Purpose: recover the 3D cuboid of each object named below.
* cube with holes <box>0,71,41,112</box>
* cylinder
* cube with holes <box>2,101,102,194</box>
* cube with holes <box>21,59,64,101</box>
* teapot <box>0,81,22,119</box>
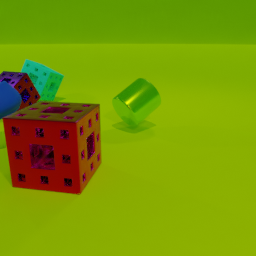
[{"bbox_3d":[-3.428,-1.006,8.364,0.953,0.953,0.953,9,50,24],"label":"cube with holes"},{"bbox_3d":[0.216,-0.648,7.076,0.903,0.903,0.903,-41,35,-20],"label":"cylinder"},{"bbox_3d":[-1.182,0.258,4.752,1.162,1.162,1.162,4,19,11],"label":"cube with holes"},{"bbox_3d":[-3.094,-1.660,9.882,1.018,1.018,1.018,28,9,10],"label":"cube with holes"},{"bbox_3d":[-2.862,-0.631,5.961,1.058,0.833,1.701,-24,21,-6],"label":"teapot"}]
